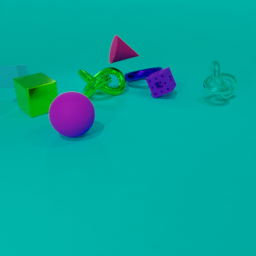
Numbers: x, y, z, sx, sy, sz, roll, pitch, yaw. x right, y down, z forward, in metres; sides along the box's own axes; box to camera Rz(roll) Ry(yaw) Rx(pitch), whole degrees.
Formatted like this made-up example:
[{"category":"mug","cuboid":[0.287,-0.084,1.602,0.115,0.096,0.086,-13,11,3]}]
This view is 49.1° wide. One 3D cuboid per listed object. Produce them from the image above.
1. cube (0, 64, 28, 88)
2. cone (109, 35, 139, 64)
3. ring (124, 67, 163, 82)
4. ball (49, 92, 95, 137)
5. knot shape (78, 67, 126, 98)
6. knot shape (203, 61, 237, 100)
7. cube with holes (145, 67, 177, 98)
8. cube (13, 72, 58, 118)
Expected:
[{"category":"cube","cuboid":[-4.155,-1.884,10.169,0.773,0.773,0.773,-2,14,7]},{"category":"cone","cuboid":[-0.058,-3.003,11.157,1.124,1.120,1.120,9,25,-18]},{"category":"ring","cuboid":[0.649,-2.303,12.001,1.773,0.355,1.773,-11,8,2]},{"category":"ball","cuboid":[-1.584,-0.385,7.976,1.292,1.292,1.292,0,28,0]},{"category":"knot shape","cuboid":[-0.975,-1.832,11.075,1.850,0.913,1.977,-7,28,-16]},{"category":"knot shape","cuboid":[3.330,-1.785,10.285,1.512,1.415,0.699,-4,-16,-40]},{"category":"cube with holes","cuboid":[1.288,-1.752,10.767,0.794,0.794,0.794,-17,17,29]},{"category":"cube","cuboid":[-3.115,-1.155,9.552,1.057,1.057,1.057,-24,41,-36]}]
